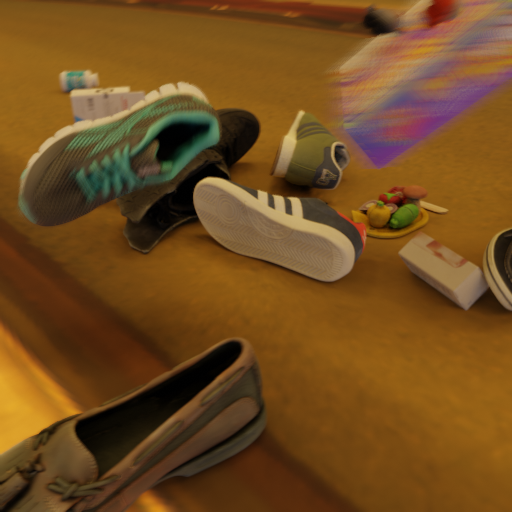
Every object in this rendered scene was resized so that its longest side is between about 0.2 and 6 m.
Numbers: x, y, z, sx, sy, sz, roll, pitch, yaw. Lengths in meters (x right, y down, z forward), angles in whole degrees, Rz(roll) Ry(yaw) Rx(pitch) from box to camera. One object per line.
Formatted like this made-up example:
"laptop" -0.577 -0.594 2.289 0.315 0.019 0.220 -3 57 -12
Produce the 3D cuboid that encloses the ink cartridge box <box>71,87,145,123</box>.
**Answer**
"ink cartridge box" -3.453 -3.431 13.262 1.655 0.958 0.552 -7 30 -12

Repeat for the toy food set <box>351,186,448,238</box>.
"toy food set" 2.392 -0.895 9.504 1.758 0.574 1.034 -24 39 -33

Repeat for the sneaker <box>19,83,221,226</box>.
"sneaker" -1.475 -1.119 6.283 2.529 0.981 1.154 -36 35 -11

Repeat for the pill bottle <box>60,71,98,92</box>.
"pill bottle" -5.151 -5.101 16.351 0.997 0.552 0.552 -6 32 -8

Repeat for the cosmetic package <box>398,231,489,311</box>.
"cosmetic package" 2.542 0.185 7.643 0.475 0.563 1.088 -45 43 1

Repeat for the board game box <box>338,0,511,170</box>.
"board game box" 2.586 -2.782 6.944 3.325 0.744 2.236 -35 26 27

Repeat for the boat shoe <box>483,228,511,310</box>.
"boat shoe" 3.995 -0.099 7.699 2.725 0.848 1.017 -25 81 -38

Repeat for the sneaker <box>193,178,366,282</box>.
"sneaker" 0.373 -0.548 8.600 2.820 1.057 1.192 27 39 23

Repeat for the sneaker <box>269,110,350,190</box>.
"sneaker" 1.181 -2.031 11.136 1.361 1.016 3.031 20 28 2

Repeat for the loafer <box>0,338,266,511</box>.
"loafer" -1.339 1.655 4.931 3.263 1.026 1.172 -22 38 -31

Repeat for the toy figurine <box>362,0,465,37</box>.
"toy figurine" 1.409 -2.509 5.134 0.895 0.909 0.632 -1 24 39

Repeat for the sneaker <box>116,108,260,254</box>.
"sneaker" -0.972 -1.508 10.033 3.955 1.188 2.063 -29 41 -31
